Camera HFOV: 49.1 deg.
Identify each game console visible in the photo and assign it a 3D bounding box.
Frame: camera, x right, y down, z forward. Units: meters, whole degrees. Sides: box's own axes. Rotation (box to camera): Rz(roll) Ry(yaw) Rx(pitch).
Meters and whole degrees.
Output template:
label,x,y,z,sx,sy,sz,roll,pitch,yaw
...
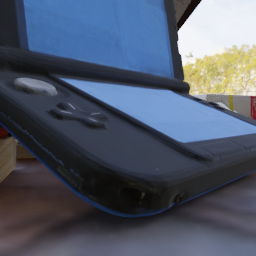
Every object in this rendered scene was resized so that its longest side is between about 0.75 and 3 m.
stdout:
label,x,y,z,sx,sy,sz,roll,pitch,yaw
game console,0.211,-0.696,2.031,1.973,1.367,2.311,29,21,37

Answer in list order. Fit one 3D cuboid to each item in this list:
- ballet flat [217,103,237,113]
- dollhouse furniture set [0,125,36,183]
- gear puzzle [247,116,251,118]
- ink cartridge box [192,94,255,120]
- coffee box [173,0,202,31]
label,x,y,z,sx,sy,sz,roll,pitch,yaw
ballet flat,1.443,-0.184,5.088,0.649,0.613,1.925,-2,4,-41
dollhouse furniture set,-0.846,-0.337,1.914,1.198,1.205,1.710,-1,2,-14
gear puzzle,2.764,-0.205,8.540,1.303,0.329,2.516,-1,3,-15
ink cartridge box,3.971,-0.819,12.238,2.890,1.205,2.098,-1,3,-22
coffee box,0.834,-2.945,7.932,1.119,2.808,1.606,34,36,-8
